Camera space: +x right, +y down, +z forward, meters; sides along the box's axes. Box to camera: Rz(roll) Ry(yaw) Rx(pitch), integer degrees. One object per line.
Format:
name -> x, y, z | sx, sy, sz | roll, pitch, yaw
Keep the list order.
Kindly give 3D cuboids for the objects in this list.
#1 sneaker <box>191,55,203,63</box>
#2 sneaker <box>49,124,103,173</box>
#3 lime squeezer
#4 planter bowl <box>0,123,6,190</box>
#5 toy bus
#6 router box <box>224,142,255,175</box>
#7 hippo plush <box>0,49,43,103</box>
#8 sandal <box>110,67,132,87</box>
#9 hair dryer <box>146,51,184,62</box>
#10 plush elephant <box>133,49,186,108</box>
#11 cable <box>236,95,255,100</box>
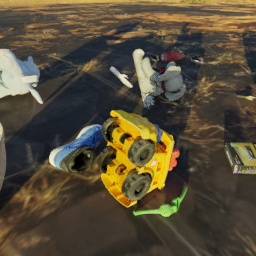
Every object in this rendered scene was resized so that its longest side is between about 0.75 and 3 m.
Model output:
sneaker -> 4.159, -4.190, 16.726 | 0.343, 0.397, 0.907 | -19, 35, -29
sneaker -> -1.162, 0.601, 8.021 | 1.083, 0.747, 1.946 | 18, 38, 39
lime squeezer -> 0.956, 1.805, 6.545 | 1.598, 0.301, 0.564 | -19, 4, -27
planter bowl -> -3.968, 1.172, 5.836 | 2.944, 1.981, 2.944 | 0, 29, 0
toy bus -> 0.456, 0.591, 6.879 | 2.008, 2.092, 1.420 | -11, 33, -33
router box -> 3.378, 0.852, 8.053 | 0.929, 0.309, 1.181 | 2, 30, 3
hippo plush -> -4.761, -2.520, 12.057 | 2.733, 2.177, 2.198 | 3, 31, 6
sandal -> -0.203, -2.238, 12.154 | 0.338, 1.377, 0.560 | -53, 39, -1
hair dryer -> 2.234, -4.432, 16.927 | 2.321, 0.631, 1.768 | 8, 30, 11
plush elephant -> 1.381, -2.060, 11.578 | 1.884, 2.005, 2.434 | -13, 59, 5
cable -> 5.064, -1.358, 12.012 | 0.377, 0.196, 0.777 | -22, 37, -33
